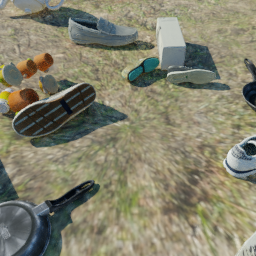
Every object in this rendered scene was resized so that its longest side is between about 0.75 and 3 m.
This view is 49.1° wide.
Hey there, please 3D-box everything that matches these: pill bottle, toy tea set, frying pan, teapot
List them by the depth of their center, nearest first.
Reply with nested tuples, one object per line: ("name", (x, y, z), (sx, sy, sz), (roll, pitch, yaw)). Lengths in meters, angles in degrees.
("frying pan", (-1.877, 1.995, 5.630), (2.805, 0.457, 1.697), (-15, 47, -10))
("pill bottle", (-3.709, -0.845, 8.491), (0.431, 0.431, 0.789), (1, 45, 1))
("toy tea set", (-3.042, -1.412, 8.606), (0.907, 1.457, 2.450), (-17, 21, 28))
("frying pan", (4.085, -1.233, 8.886), (1.720, 0.463, 2.844), (-19, 46, -19))
("teapot", (-4.588, -6.266, 13.150), (2.388, 1.767, 2.420), (2, -3, -42))

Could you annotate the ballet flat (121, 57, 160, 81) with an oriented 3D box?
("ballet flat", (0.414, -2.126, 9.767), (1.596, 0.564, 0.564), (-34, 54, -28))

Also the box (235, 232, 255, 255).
("box", (3.085, 2.722, 4.510), (1.037, 0.863, 2.525), (-30, 51, -27))

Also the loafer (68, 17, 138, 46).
("loafer", (-1.000, -3.921, 11.248), (2.845, 0.993, 0.995), (2, 44, 2))

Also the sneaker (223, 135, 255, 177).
("sneaker", (3.384, 0.505, 6.799), (2.175, 0.876, 0.831), (-18, 45, -20))

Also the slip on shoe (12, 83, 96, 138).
("slip on shoe", (-2.067, -0.522, 7.987), (2.482, 0.944, 0.752), (-36, 14, -21))

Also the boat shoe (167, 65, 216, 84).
("boat shoe", (2.124, -1.850, 9.414), (1.616, 0.580, 0.546), (2, 49, 5))

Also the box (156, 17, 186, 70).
("box", (1.565, -3.225, 10.561), (0.824, 0.990, 2.410), (0, 43, 1))
